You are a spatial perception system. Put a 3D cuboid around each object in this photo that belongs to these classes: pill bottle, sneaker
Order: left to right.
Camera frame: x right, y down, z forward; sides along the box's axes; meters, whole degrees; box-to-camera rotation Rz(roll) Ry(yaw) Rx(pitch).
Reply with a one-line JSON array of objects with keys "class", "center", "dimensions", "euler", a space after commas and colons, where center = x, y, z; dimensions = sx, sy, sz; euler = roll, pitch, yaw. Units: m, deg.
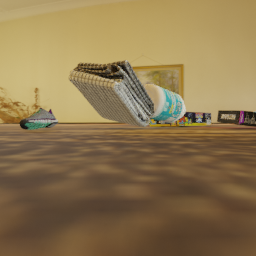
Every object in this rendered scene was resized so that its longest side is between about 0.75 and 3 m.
[{"class": "sneaker", "center": [-1.931, -0.218, 5.917], "dimensions": [0.365, 0.429, 0.981], "euler": [-30, -11, 24]}, {"class": "pill bottle", "center": [1.177, -0.760, 9.416], "dimensions": [1.070, 1.070, 1.932], "euler": [1, -6, 40]}]

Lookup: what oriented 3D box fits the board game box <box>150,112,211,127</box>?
[{"class": "board game box", "center": [2.223, -0.355, 11.767], "dimensions": [1.744, 0.598, 2.110], "euler": [1, 1, 43]}]

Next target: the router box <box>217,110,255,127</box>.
[{"class": "router box", "center": [3.308, -0.255, 7.754], "dimensions": [1.152, 0.394, 1.544], "euler": [6, 3, -3]}]

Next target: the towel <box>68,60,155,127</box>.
[{"class": "towel", "center": [-0.394, -0.963, 7.667], "dimensions": [1.747, 0.903, 2.110], "euler": [15, -23, 36]}]
